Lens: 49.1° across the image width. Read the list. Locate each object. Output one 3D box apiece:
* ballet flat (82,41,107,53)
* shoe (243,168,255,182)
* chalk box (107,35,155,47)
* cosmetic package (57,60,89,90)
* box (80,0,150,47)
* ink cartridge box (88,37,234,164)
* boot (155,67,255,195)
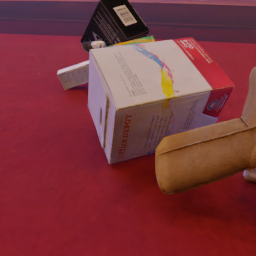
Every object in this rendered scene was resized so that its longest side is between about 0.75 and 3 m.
[{"bbox_3d":[-0.565,-1.836,6.766,1.217,0.445,0.445,38,42,7],"label":"ballet flat"},{"bbox_3d":[2.998,0.921,5.529,1.317,0.352,0.461,4,31,19],"label":"shoe"},{"bbox_3d":[-0.033,-1.775,8.533,2.011,1.245,1.251,-13,49,3],"label":"chalk box"},{"bbox_3d":[-1.520,-1.822,9.302,1.497,0.618,0.379,-17,35,4],"label":"cosmetic package"},{"bbox_3d":[-0.541,-3.273,9.996,1.147,2.198,1.626,-33,87,-34],"label":"box"},{"bbox_3d":[0.530,-0.656,6.333,2.572,1.869,1.860,-12,54,-19],"label":"ink cartridge box"},{"bbox_3d":[1.498,0.001,4.765,2.202,0.728,1.929,-21,47,32],"label":"boot"}]
